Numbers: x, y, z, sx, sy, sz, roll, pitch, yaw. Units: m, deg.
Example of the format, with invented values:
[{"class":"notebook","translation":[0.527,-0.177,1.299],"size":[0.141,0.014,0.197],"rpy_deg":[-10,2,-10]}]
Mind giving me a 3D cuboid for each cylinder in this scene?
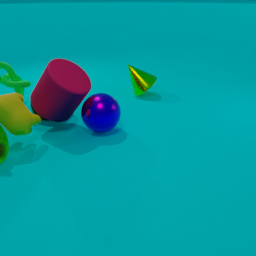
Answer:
[{"class":"cylinder","translation":[-1.952,-1.076,8.131],"size":[1.335,1.335,1.335],"rpy_deg":[26,39,-24]},{"class":"cylinder","translation":[-2.590,-0.870,9.392],"size":[0.972,0.972,0.972],"rpy_deg":[7,27,13]}]

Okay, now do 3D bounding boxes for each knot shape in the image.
[{"class":"knot shape","translation":[-4.038,-1.646,9.928],"size":[1.364,1.457,0.673],"rpy_deg":[26,74,43]}]

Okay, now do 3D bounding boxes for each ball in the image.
[{"class":"ball","translation":[-0.802,-0.451,8.318],"size":[1.180,1.180,1.180],"rpy_deg":[0,27,0]}]

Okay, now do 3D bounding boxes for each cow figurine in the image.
[{"class":"cow figurine","translation":[-3.185,-0.452,7.053],"size":[1.689,0.927,1.662],"rpy_deg":[47,12,3]}]

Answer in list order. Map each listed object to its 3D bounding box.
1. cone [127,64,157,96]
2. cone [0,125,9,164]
[{"class":"cone","translation":[0.342,-2.083,11.095],"size":[1.157,1.162,1.157],"rpy_deg":[-35,24,18]},{"class":"cone","translation":[-4.014,0.506,7.039],"size":[1.347,1.342,1.342],"rpy_deg":[-20,20,21]}]
